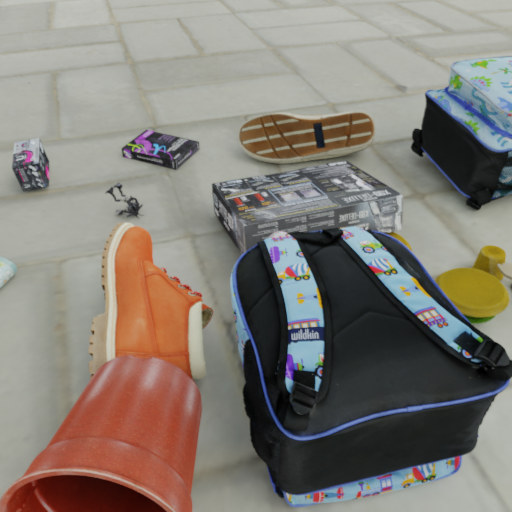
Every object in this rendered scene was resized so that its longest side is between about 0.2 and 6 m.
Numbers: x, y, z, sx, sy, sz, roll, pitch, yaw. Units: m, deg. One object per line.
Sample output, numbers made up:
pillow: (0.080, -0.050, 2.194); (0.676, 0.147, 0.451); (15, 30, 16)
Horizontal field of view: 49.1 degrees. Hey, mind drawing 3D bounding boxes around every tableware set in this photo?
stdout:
tableware set: (2.545, 0.392, 9.592); (3.751, 0.576, 2.527); (-5, 37, -3)

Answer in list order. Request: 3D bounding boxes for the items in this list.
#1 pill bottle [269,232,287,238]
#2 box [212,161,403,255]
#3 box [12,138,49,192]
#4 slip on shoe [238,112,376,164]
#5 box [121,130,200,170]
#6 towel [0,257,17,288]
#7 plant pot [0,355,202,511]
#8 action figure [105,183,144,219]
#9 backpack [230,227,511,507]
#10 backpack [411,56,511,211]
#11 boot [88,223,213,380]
pill bottle: (0.416, -0.089, 8.815); (0.458, 0.458, 0.807); (-2, 14, -3)
box: (0.876, -0.954, 10.596); (2.987, 0.743, 2.356); (-12, 28, -14)
box: (-4.882, -1.981, 12.133); (0.582, 0.670, 1.014); (-14, 45, -7)
slip on shoe: (1.181, -2.778, 13.140); (3.147, 1.197, 0.953); (-7, -2, 6)
box: (-2.259, -2.545, 13.322); (1.516, 0.274, 1.083); (16, 42, 18)
towel: (-5.181, 0.450, 9.609); (1.611, 0.388, 1.379); (12, 44, 14)
plant pot: (-1.488, 2.285, 6.340); (1.969, 1.969, 1.915); (4, 31, 5)
action figure: (-2.636, -1.060, 11.340); (0.838, 0.428, 0.498); (51, 59, -9)
backpack: (1.108, 1.148, 7.302); (2.956, 2.178, 3.238); (-10, 42, -12)
backpack: (5.529, -2.822, 12.015); (3.232, 2.375, 2.958); (-9, 44, -18)
boot: (-1.550, 0.678, 8.698); (1.714, 1.199, 3.196); (-7, 47, -4)
